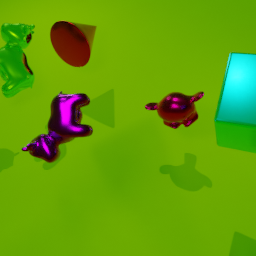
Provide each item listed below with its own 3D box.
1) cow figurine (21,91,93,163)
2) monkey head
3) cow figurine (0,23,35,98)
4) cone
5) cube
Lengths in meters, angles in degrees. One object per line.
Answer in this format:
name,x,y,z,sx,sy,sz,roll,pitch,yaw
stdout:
cow figurine,-1.027,-0.017,4.062,1.004,0.560,1.021,-5,89,-2
monkey head,1.205,-0.548,6.801,1.462,0.881,1.052,-10,38,27
cow figurine,-2.792,-1.773,7.083,1.632,0.910,1.659,-38,97,-21
cone,-1.278,-2.673,8.079,1.346,1.346,1.351,25,50,15
cube,1.956,-0.302,4.104,1.109,1.109,1.109,11,73,23
